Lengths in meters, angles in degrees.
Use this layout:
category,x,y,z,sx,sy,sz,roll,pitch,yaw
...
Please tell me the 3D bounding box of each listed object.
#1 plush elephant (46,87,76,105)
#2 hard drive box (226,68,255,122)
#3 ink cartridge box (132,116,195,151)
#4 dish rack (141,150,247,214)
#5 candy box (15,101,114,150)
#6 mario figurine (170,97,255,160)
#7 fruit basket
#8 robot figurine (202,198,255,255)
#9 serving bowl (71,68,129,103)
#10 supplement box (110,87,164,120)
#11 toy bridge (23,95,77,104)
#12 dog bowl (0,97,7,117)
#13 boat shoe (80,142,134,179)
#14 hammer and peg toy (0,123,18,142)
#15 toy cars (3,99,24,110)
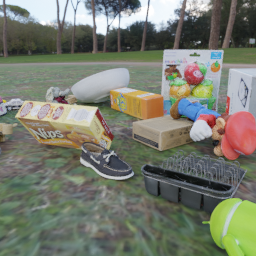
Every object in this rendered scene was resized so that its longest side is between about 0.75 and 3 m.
category,x,y,z,sx,sy,sz,roll,pitch,yaw
plush elephant,-2.898,-1.225,11.924,1.506,1.166,1.240,0,16,0
hard drive box,4.050,-0.847,9.187,0.988,2.005,2.573,1,16,6
ink cartridge box,1.122,0.106,8.437,1.572,0.590,1.295,-11,19,-33
dish rack,1.470,0.916,5.729,1.689,0.601,2.201,12,20,32
candy box,-1.668,-0.027,7.502,2.283,1.317,0.631,8,57,23
mario figurine,2.236,0.111,7.723,1.727,1.483,2.798,-23,28,-15
fruit basket,2.524,-1.706,10.992,2.427,2.620,1.228,-1,24,-9
robot figurine,1.698,1.414,3.760,1.294,0.749,1.136,15,22,42
serving bowl,-1.206,-1.873,13.564,2.914,0.958,2.914,-19,-3,-1
supplement box,0.297,-1.063,11.811,0.963,0.931,2.799,-15,21,-28
toy bridge,-3.515,-1.161,13.122,0.915,0.370,2.722,16,23,42
dog bowl,-6.102,-0.883,11.543,2.001,0.738,2.001,1,16,0
boat shoe,-0.534,0.720,6.516,0.616,0.503,1.667,-14,21,-39
hammer and peg toy,-3.970,0.151,8.048,1.641,0.579,1.207,2,2,4
toy cars,-5.708,-1.202,12.975,2.404,0.532,1.078,5,18,17
